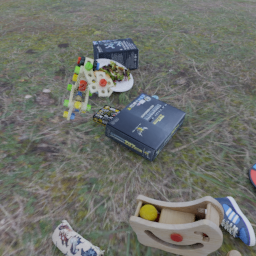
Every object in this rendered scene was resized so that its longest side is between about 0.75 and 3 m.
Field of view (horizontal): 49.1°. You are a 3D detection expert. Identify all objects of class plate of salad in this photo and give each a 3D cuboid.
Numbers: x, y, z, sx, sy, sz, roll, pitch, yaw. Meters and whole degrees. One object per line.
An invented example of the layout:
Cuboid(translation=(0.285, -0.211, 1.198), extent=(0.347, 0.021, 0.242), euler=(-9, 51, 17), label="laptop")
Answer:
Cuboid(translation=(-0.761, -2.777, 14.160), extent=(2.344, 0.563, 2.344), euler=(15, 47, -17), label="plate of salad")

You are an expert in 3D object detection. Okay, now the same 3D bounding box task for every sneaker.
Cuboid(translation=(2.690, 2.684, 7.920), extent=(1.151, 0.633, 1.572), euler=(-10, 41, -7), label="sneaker")

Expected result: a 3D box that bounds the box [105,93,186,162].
Cuboid(translation=(0.753, -0.164, 11.175), extent=(2.179, 0.705, 2.763), euler=(29, 47, 19), label="box")

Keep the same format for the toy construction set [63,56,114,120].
Cuboid(translation=(-1.186, -1.099, 7.676), extent=(0.960, 2.085, 1.367), euler=(21, 65, -27), label="toy construction set")

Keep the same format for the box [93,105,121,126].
Cuboid(translation=(-0.739, -0.481, 12.063), extent=(1.250, 0.308, 0.998), euler=(21, 42, 23), label="box")

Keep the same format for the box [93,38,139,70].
Cuboid(translation=(-0.715, -4.113, 15.815), extent=(2.284, 1.223, 1.696), euler=(-10, 40, -12), label="box")

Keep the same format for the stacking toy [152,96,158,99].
Cuboid(translation=(1.273, -1.210, 12.934), extent=(0.723, 0.338, 0.799), euler=(23, 45, 26), label="stacking toy")

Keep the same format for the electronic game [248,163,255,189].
Cuboid(translation=(4.909, 1.735, 9.272), extent=(1.739, 0.362, 1.739), euler=(0, 39, 0), label="electronic game")

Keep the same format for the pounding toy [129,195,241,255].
Cuboid(translation=(1.436, 2.753, 6.969), extent=(2.939, 1.680, 1.686), euler=(11, 40, 13), label="pounding toy")

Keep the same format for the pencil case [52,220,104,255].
Cuboid(translation=(-1.328, 3.103, 7.354), extent=(1.564, 0.608, 0.699), euler=(27, 74, 30), label="pencil case")
